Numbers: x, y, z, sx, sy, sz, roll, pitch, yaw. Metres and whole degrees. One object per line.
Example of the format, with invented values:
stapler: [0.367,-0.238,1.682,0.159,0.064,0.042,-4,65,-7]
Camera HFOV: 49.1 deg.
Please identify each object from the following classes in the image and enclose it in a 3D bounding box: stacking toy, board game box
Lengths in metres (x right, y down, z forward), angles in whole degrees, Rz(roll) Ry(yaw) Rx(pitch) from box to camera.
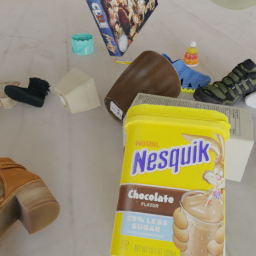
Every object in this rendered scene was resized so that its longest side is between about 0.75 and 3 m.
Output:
stacking toy: [2.669,-3.183,11.833,0.734,1.005,0.734,-1,36,0]
board game box: [-0.031,-3.499,7.804,0.442,1.730,2.553,12,59,31]

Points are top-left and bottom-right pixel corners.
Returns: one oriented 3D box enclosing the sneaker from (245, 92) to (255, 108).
sneaker: [4.508,-0.694,8.877,1.557,0.606,0.774,15,43,21]

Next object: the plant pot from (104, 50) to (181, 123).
plant pot: [0.296,-1.086,8.623,1.971,1.842,1.842,-40,51,-24]

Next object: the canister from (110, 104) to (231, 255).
canister: [0.801,1.052,5.163,2.007,1.170,2.702,6,67,6]

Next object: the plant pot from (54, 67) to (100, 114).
plant pot: [-1.705,-1.122,9.110,0.989,1.115,1.117,-36,49,-24]

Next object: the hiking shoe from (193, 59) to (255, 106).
hiking shoe: [3.543,-1.576,9.258,2.994,1.507,1.134,-12,38,-15]

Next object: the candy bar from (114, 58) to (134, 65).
candy bar: [0.012,-2.859,12.126,1.289,0.143,0.321,10,38,12]

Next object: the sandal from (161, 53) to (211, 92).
sandal: [1.851,-2.046,10.296,2.440,1.062,0.970,18,39,20]

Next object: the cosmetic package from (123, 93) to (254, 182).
cosmetic package: [1.463,0.159,7.129,2.942,1.284,1.521,11,36,15]

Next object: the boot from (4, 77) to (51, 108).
boot: [-3.325,-1.331,9.452,1.383,0.512,1.134,21,41,-20]

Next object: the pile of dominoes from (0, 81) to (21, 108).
pile of dominoes: [-5.081,-0.947,9.572,2.610,0.416,2.035,1,37,15]

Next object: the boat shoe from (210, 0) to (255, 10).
boat shoe: [3.244,-3.777,7.249,0.879,1.026,2.804,-51,34,-10]

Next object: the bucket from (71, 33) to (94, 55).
bucket: [-2.105,-3.913,13.047,1.109,0.722,1.109,0,36,0]

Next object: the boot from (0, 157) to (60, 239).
boot: [-3.061,1.376,5.379,2.920,1.120,2.267,-17,32,-41]
